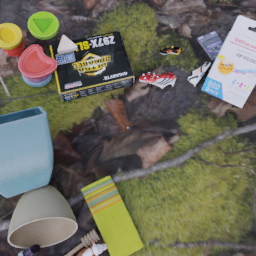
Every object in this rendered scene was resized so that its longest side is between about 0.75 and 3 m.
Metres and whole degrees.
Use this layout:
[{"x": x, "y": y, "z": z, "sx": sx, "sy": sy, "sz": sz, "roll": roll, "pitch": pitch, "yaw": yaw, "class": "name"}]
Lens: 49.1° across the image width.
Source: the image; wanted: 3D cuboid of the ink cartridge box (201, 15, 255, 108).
[{"x": 4.015, "y": -2.382, "z": 10.049, "sx": 1.631, "sy": 0.961, "sz": 2.833, "roll": 26, "pitch": 115, "yaw": 10, "class": "ink cartridge box"}]

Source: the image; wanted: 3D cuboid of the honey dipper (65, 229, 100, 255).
[{"x": -1.825, "y": 3.927, "z": 8.663, "sx": 2.092, "sy": 0.397, "sz": 0.397, "roll": -34, "pitch": 71, "yaw": -12, "class": "honey dipper"}]

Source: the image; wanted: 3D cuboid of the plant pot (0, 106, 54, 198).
[{"x": -3.344, "y": 0.741, "z": 8.460, "sx": 2.173, "sy": 2.167, "sz": 2.213, "roll": -17, "pitch": 105, "yaw": -19, "class": "plant pot"}]

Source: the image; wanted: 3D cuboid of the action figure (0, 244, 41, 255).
[{"x": -3.545, "y": 4.308, "z": 8.338, "sx": 2.141, "sy": 0.743, "sz": 1.393, "roll": -25, "pitch": 76, "yaw": 0, "class": "action figure"}]

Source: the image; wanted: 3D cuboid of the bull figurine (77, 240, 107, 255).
[{"x": -1.356, "y": 4.015, "z": 8.247, "sx": 0.574, "sy": 1.069, "sz": 1.761, "roll": 43, "pitch": 74, "yaw": 15, "class": "bull figurine"}]

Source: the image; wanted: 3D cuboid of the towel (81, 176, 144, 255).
[{"x": -0.524, "y": 2.835, "z": 8.924, "sx": 1.073, "sy": 0.225, "sz": 2.494, "roll": -22, "pitch": 71, "yaw": -18, "class": "towel"}]

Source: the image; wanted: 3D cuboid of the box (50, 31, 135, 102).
[{"x": -1.434, "y": -2.505, "z": 11.158, "sx": 2.920, "sy": 0.720, "sz": 2.332, "roll": -14, "pitch": 67, "yaw": -5, "class": "box"}]

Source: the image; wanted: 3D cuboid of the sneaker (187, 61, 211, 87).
[{"x": 2.850, "y": -2.251, "z": 11.184, "sx": 0.503, "sy": 0.463, "sz": 1.256, "roll": 35, "pitch": 71, "yaw": 15, "class": "sneaker"}]

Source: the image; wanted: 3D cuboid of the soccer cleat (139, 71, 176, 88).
[{"x": 1.146, "y": -1.798, "z": 10.759, "sx": 1.476, "sy": 0.629, "sz": 0.506, "roll": -8, "pitch": 39, "yaw": -13, "class": "soccer cleat"}]

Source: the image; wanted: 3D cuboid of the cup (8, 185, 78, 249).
[{"x": -2.624, "y": 2.587, "z": 8.558, "sx": 1.952, "sy": 1.952, "sz": 1.396, "roll": -16, "pitch": 50, "yaw": -7, "class": "cup"}]

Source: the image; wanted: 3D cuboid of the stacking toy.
[{"x": -3.586, "y": -3.123, "z": 11.254, "sx": 2.541, "sy": 1.186, "sz": 2.807, "roll": -36, "pitch": 79, "yaw": -17, "class": "stacking toy"}]

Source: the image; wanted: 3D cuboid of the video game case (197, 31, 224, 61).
[{"x": 3.635, "y": -3.497, "z": 11.882, "sx": 0.921, "sy": 0.122, "sz": 1.289, "roll": -24, "pitch": 70, "yaw": -9, "class": "video game case"}]

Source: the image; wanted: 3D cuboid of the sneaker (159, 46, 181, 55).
[{"x": 1.751, "y": -3.279, "z": 11.637, "sx": 0.883, "sy": 0.397, "sz": 0.309, "roll": 3, "pitch": 67, "yaw": 1, "class": "sneaker"}]
